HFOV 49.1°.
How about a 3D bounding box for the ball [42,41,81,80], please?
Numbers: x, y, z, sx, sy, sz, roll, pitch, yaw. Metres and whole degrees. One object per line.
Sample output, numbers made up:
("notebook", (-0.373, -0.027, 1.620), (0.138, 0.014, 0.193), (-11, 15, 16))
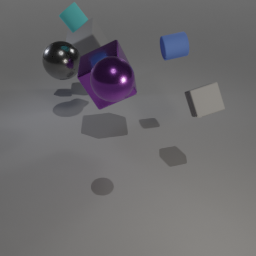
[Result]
("ball", (-2.433, -2.479, 10.332), (1.400, 1.400, 1.400), (0, 31, 0))

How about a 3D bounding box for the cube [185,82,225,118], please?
("cube", (1.924, -0.702, 7.097), (0.700, 0.700, 0.700), (-18, 5, 2))

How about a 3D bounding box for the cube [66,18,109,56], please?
("cube", (-1.781, -3.715, 12.453), (1.400, 1.400, 1.400), (-20, 46, 17))

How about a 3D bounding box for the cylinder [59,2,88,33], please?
("cylinder", (-1.827, -3.708, 9.414), (0.700, 0.700, 0.700), (-33, 24, 17))

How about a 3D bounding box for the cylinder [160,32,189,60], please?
("cylinder", (1.355, -2.402, 8.223), (0.700, 0.700, 0.700), (-13, 32, -2))

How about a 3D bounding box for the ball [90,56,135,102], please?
("ball", (-0.242, -0.763, 4.391), (0.700, 0.700, 0.700), (0, 31, 0))

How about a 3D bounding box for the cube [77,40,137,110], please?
("cube", (-0.653, -1.725, 9.093), (1.400, 1.400, 1.400), (-22, 38, 13))
